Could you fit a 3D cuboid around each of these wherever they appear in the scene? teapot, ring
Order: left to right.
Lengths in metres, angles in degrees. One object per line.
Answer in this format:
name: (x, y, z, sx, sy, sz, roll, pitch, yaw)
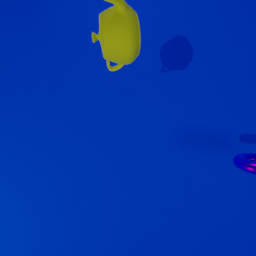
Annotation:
teapot: (-0.200, -1.447, 4.259, 0.706, 1.442, 0.896, -7, 52, -7)
ring: (2.490, 0.675, 5.159, 1.065, 1.065, 0.213, 5, 99, 0)
